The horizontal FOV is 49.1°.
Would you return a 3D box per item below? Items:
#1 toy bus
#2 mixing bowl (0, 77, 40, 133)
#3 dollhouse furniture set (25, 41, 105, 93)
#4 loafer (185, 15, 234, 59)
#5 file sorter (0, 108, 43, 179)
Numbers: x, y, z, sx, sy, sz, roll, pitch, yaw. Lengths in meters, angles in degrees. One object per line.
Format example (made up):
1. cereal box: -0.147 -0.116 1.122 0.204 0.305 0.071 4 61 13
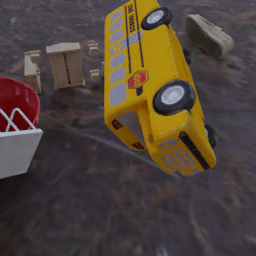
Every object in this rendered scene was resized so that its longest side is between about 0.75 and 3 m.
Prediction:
1. toy bus: 0.310 -0.707 3.822 1.116 0.928 2.850 -22 47 21
2. mixing bowl: -3.018 0.164 6.041 2.497 1.352 2.497 0 46 0
3. dollhouse furniture set: -1.716 -1.991 8.195 2.522 1.307 1.116 -10 48 -10
4. loafer: 2.806 -3.218 9.769 0.760 0.843 2.227 -20 58 -20
5. file sorter: -1.938 0.208 3.784 0.716 0.798 1.150 42 27 25
